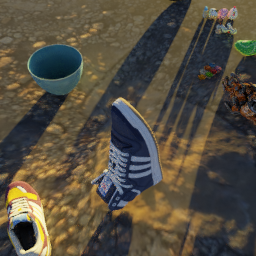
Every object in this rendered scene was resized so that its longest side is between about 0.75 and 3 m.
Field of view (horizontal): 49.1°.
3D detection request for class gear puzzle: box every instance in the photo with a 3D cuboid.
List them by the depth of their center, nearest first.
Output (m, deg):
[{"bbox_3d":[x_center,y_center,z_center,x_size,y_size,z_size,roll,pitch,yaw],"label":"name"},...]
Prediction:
[{"bbox_3d":[2.842,-2.024,9.951,1.029,0.135,0.533,-36,61,-24],"label":"gear puzzle"}]

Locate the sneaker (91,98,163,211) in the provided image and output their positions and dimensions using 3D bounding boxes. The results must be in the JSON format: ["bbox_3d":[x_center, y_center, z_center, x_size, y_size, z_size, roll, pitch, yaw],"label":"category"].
[{"bbox_3d":[-0.180,0.774,6.204,1.590,2.931,1.027,-34,49,-11],"label":"sneaker"}]

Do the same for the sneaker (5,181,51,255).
[{"bbox_3d":[-2.367,2.005,6.424,0.818,0.984,2.183,-25,57,-17],"label":"sneaker"}]

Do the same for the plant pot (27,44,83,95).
[{"bbox_3d":[-2.251,-1.732,9.110,1.683,1.134,1.683,0,53,0],"label":"plant pot"}]

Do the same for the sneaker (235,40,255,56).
[{"bbox_3d":[4.882,-3.091,10.355,1.815,0.759,0.672,6,54,5],"label":"sneaker"}]

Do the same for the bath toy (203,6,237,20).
[{"bbox_3d":[3.929,-4.879,11.834,1.441,0.532,0.626,2,54,1],"label":"bath toy"}]

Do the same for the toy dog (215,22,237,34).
[{"bbox_3d":[3.947,-4.048,11.280,0.864,0.416,0.570,-6,54,-4],"label":"toy dog"}]

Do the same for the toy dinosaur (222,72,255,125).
[{"bbox_3d":[3.880,-0.791,8.443,2.354,1.598,1.203,49,30,3],"label":"toy dinosaur"}]
